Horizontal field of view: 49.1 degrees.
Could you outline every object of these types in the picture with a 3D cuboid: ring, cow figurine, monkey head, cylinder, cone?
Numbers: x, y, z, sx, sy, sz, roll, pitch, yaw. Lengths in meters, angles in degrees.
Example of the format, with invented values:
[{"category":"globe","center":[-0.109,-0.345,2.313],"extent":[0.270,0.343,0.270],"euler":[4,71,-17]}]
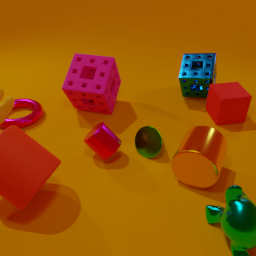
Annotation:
[{"category":"ring","center":[-3.477,-0.483,8.896],"extent":[1.517,0.303,1.517],"euler":[0,36,0]},{"category":"cow figurine","center":[-3.998,-0.380,7.685],"extent":[1.705,1.678,0.936],"euler":[32,6,37]},{"category":"monkey head","center":[1.967,1.750,5.306],"extent":[1.086,1.510,0.910],"euler":[-7,2,26]},{"category":"cylinder","center":[1.706,0.672,6.634],"extent":[1.085,1.085,1.085],"euler":[16,39,21]},{"category":"cylinder","center":[-2.299,0.818,5.870],"extent":[1.276,1.276,1.276],"euler":[39,40,-7]},{"category":"cylinder","center":[-0.649,0.333,7.199],"extent":[0.714,0.714,0.714],"euler":[-40,15,13]},{"category":"cone","center":[0.763,0.347,7.674],"extent":[0.843,0.843,0.846],"euler":[27,17,32]}]

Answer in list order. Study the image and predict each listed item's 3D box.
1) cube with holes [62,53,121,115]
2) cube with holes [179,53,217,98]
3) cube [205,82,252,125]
[{"category":"cube with holes","center":[-1.080,-1.366,8.814],"extent":[1.292,1.292,1.292],"euler":[9,68,12]},{"category":"cube with holes","center":[2.395,-1.771,9.501],"extent":[1.060,1.060,1.060],"euler":[5,62,21]},{"category":"cube","center":[3.086,-0.774,8.710],"extent":[0.947,0.947,0.947],"euler":[-6,38,-6]}]
